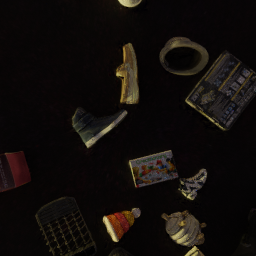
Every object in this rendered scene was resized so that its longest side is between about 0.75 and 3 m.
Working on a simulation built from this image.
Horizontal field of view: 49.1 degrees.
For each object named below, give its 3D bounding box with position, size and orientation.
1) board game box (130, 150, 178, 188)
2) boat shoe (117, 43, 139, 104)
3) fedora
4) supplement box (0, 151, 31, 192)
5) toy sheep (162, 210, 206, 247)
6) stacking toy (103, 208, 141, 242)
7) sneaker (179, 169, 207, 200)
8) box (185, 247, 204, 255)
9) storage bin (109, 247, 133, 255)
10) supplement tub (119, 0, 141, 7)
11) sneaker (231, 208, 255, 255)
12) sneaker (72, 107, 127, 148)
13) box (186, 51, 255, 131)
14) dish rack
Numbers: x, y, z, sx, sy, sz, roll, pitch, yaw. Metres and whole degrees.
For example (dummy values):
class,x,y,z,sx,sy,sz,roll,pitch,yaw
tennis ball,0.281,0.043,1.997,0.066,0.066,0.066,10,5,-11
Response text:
class,x,y,z,sx,sy,sz,roll,pitch,yaw
board game box,0.957,1.526,10.464,1.619,0.280,1.022,-15,86,-1
boat shoe,-0.050,-2.006,10.389,0.751,0.837,2.263,-5,87,-6
fedora,2.010,-2.754,10.320,1.754,1.551,0.792,7,56,-8
supplement box,-5.117,1.803,9.808,2.818,1.555,1.207,-17,88,-1
toy sheep,1.959,3.525,9.916,1.770,1.221,1.221,39,87,-3
stacking toy,-0.120,3.362,10.161,1.367,0.999,0.999,-26,87,-17
sneaker,2.318,1.941,10.337,0.790,0.485,1.214,29,97,-7
box,2.916,5.582,9.907,1.134,0.928,2.388,-45,87,-2
storage bin,-0.400,5.664,9.625,1.634,1.133,2.417,39,88,-13
supplement tub,0.078,-5.287,10.179,1.072,1.625,1.072,0,87,-1
sneaker,4.622,3.647,10.088,2.963,1.122,1.297,-36,76,-8
sneaker,-1.124,-0.400,10.340,1.964,0.747,1.419,-38,90,-1
box,3.626,-1.383,10.485,1.903,0.580,2.361,37,87,1
dish rack,-2.314,3.753,10.180,1.760,0.626,2.295,-24,87,-2
